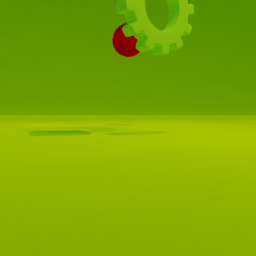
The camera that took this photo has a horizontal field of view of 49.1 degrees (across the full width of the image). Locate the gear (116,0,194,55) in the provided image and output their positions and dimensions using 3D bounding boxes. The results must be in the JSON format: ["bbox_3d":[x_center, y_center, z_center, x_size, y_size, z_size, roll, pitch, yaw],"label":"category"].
[{"bbox_3d":[0.505,-2.023,4.751,1.491,1.491,0.276,-2,7,-36],"label":"gear"}]

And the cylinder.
[{"bbox_3d":[0.061,-2.891,9.055,1.008,1.008,1.008,0,26,8],"label":"cylinder"}]
